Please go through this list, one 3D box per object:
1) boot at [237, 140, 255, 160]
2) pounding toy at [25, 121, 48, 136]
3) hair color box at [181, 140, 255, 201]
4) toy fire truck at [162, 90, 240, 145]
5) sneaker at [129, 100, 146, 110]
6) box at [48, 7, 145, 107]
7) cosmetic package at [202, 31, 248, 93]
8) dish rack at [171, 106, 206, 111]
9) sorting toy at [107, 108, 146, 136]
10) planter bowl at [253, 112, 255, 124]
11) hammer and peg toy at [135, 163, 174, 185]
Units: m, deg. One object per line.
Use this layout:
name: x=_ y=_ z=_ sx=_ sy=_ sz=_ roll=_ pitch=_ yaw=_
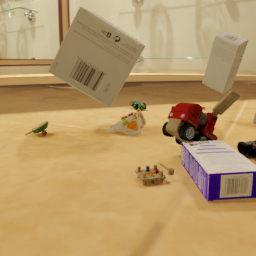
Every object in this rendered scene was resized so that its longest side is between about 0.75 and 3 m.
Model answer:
boot: x=4.531 y=0.686 z=8.073 sx=1.545 sy=0.819 sz=2.347 roll=-13 pitch=8 yaw=-32
pounding toy: x=-3.413 y=0.126 z=10.903 sx=0.912 sy=0.423 sz=0.704 roll=-24 pitch=16 yaw=19
hair color box: x=2.165 y=0.950 z=6.888 sx=1.210 sy=0.717 sz=2.214 roll=-2 pitch=16 yaw=-3
toy fire truck: x=2.261 y=-0.341 z=8.386 sx=1.748 sy=1.986 sz=1.277 roll=31 pitch=-11 yaw=-34
sneaker: x=0.471 y=-1.326 z=16.066 sx=0.557 sy=0.510 sz=1.308 roll=-10 pitch=18 yaw=-33
box: x=-1.138 y=-2.738 z=10.924 sx=2.703 sy=2.717 sz=1.776 roll=30 pitch=17 yaw=-7
cosmetic package: x=4.020 y=-2.717 z=11.734 sx=0.830 sy=2.243 sz=1.140 roll=-32 pitch=53 yaw=-33
dish rack: x=3.220 y=-0.949 z=14.823 sx=1.660 sy=0.453 sz=1.274 roll=-7 pitch=17 yaw=-31
sorting toy: x=-0.108 y=-0.155 z=11.489 sx=1.396 sy=0.829 sz=1.551 roll=-16 pitch=10 yaw=15
planter bowl: x=6.463 y=-0.672 z=12.648 sx=1.434 sy=0.965 sz=1.434 roll=0 pitch=14 yaw=0
hammer and peg toy: x=0.665 y=1.139 z=6.964 sx=0.873 sy=0.308 sz=0.642 roll=-4 pitch=13 yaw=-16
